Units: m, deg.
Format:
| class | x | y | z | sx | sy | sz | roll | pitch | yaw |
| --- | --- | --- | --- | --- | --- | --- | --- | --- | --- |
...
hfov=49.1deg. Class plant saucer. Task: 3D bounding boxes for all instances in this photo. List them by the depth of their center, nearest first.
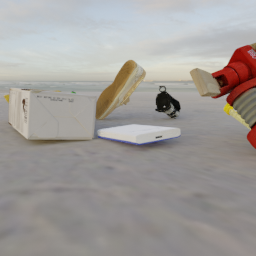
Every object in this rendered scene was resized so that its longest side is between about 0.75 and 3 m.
| class | x | y | z | sx | sy | sz | roll | pitch | yaw |
| --- | --- | --- | --- | --- | --- | --- | --- | --- | --- |
| plant saucer | -3.077 | -0.706 | 9.565 | 1.785 | 0.433 | 1.785 | -5 | -13 | -8 |

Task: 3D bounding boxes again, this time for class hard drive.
| class | x | y | z | sx | sy | sz | roll | pitch | yaw |
| --- | --- | --- | --- | --- | --- | --- | --- | --- | --- |
| hard drive | 0.180 | 0.119 | 6.265 | 1.119 | 0.215 | 1.697 | -9 | 8 | -31 |

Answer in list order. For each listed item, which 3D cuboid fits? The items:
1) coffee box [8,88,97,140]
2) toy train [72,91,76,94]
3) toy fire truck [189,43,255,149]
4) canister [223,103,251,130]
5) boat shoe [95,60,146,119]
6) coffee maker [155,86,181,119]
| class | x | y | z | sx | sy | sz | roll | pitch | yaw |
| --- | --- | --- | --- | --- | --- | --- | --- | --- | --- |
| coffee box | -2.044 | -0.417 | 7.109 | 1.503 | 1.061 | 2.659 | 2 | 7 | -31 |
| toy train | -2.000 | -0.913 | 10.856 | 0.297 | 1.054 | 0.220 | -24 | 0 | 30 |
| toy fire truck | 2.089 | -0.464 | 4.663 | 2.341 | 2.061 | 1.506 | -22 | -25 | -16 |
| canister | 2.888 | -0.396 | 6.645 | 0.422 | 0.725 | 0.976 | 22 | 21 | -51 |
| boat shoe | -0.261 | -1.197 | 9.943 | 0.861 | 2.490 | 0.918 | 21 | 30 | -39 |
| coffee maker | 1.484 | -0.903 | 10.113 | 0.674 | 0.961 | 1.000 | 11 | -6 | 33 |
